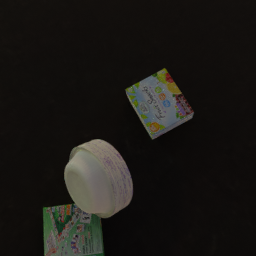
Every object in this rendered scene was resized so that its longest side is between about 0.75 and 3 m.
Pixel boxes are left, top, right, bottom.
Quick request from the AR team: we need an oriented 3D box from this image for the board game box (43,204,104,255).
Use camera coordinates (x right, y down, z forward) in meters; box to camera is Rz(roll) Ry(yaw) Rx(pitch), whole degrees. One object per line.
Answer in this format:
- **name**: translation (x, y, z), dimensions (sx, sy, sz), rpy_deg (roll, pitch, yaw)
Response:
- **board game box**: translation (-1.324, 2.957, 6.903), dimensions (1.423, 0.308, 2.115), rpy_deg (-7, 70, -2)

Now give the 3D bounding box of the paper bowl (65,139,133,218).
- **paper bowl**: translation (-0.796, 1.224, 6.480), dimensions (0.921, 1.771, 1.771), rpy_deg (-23, 69, -37)

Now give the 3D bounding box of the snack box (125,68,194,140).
- **snack box**: translation (0.884, -0.696, 8.053), dimensions (1.353, 0.543, 1.604), rpy_deg (-28, 70, -2)
